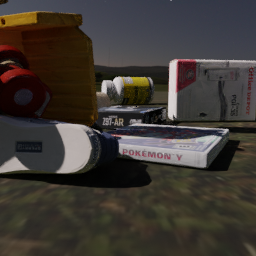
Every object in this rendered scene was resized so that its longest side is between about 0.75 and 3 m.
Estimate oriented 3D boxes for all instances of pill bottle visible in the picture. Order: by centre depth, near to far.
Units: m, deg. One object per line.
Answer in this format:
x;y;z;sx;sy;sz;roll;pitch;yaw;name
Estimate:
-0.029;-2.073;15.589;2.706;1.506;1.506;-3;9;-17;pill bottle

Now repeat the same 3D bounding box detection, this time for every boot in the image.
-1.185;0.250;3.662;2.068;0.752;0.934;7;-3;19;boot

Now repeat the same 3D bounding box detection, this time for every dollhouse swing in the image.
-1.790;-0.608;4.238;1.932;2.126;1.869;4;16;24;dollhouse swing

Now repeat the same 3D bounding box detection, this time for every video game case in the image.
0.584;0.202;4.937;2.046;0.258;2.245;4;10;26;video game case

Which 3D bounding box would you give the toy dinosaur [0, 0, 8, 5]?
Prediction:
-2.779;-2.809;4.999;0.983;1.306;2.554;-41;-4;-46;toy dinosaur

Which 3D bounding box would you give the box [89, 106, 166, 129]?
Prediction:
0.014;-0.313;7.676;1.627;0.442;2.031;4;10;23;box

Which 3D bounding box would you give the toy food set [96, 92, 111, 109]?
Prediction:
-2.168;-0.702;9.664;1.957;0.824;2.727;-9;4;-43;toy food set

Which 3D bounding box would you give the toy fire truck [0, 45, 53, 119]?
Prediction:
-2.113;-0.360;3.758;1.932;1.622;1.083;19;21;-46;toy fire truck

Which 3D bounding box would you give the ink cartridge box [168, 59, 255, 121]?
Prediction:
2.545;-1.142;8.527;2.466;1.807;1.021;-1;9;-4;ink cartridge box
